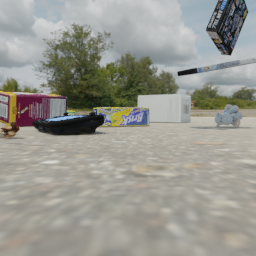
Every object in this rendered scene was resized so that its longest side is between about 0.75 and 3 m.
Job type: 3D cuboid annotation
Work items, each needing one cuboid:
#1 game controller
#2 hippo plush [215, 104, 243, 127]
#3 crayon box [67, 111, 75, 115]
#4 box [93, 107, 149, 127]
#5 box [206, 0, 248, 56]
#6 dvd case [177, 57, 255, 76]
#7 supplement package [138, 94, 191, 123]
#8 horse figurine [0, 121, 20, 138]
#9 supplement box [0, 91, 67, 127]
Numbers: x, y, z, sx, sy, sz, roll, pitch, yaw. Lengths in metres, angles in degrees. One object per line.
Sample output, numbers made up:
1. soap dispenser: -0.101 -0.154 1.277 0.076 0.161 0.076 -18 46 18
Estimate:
1. game controller: -1.858 -0.176 8.312 1.519 0.613 2.911 -1 2 -30
2. hippo plush: 3.954 -0.501 11.410 0.955 0.946 1.188 -2 4 -42
3. crayon box: -4.701 -0.681 16.746 2.577 0.751 2.223 -2 5 -27
4. box: -0.263 -0.475 11.966 2.343 0.821 0.753 -2 3 -25
5. box: 3.000 -3.205 8.337 0.389 1.567 1.555 23 0 35
6. dvd case: 3.119 -2.144 9.803 2.388 0.209 1.703 -12 10 -8
7. supplement package: 2.227 -1.181 17.311 2.892 1.696 1.690 2 3 32
8. horse figurine: -2.857 0.075 6.200 1.179 0.294 0.781 -7 -5 16
9. supplement box: -4.346 -0.880 12.669 2.653 1.369 1.736 -3 12 -44
